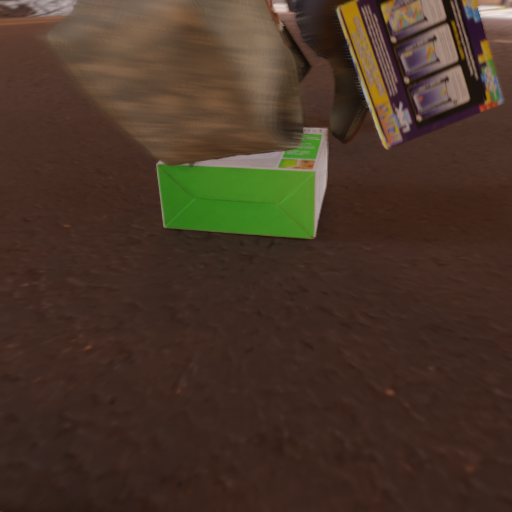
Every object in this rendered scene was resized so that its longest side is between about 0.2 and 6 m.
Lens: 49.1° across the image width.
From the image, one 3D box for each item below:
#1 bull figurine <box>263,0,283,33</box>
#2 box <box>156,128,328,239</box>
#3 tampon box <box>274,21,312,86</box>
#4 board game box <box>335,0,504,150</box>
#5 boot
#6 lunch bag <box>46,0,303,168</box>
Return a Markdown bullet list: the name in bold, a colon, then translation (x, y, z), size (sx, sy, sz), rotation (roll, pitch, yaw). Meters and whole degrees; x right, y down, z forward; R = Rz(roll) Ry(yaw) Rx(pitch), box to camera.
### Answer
- **bull figurine**: translation (-0.210, -3.110, 7.596), size (1.147, 0.696, 0.373), rotation (-25, 47, 31)
- **box**: translation (-0.118, -1.512, 10.756), size (2.821, 1.364, 2.489), rotation (5, 31, 11)
- **tampon box**: translation (0.374, -3.685, 10.599), size (0.678, 1.075, 0.805), rotation (-29, -5, -23)
- **board game box**: translation (2.747, -3.368, 9.447), size (2.080, 2.516, 0.713), rotation (-20, 19, 12)
- **boot**: translation (1.396, -3.903, 10.429), size (1.751, 3.612, 1.350), rotation (4, 30, -7)
- **lunch bag**: translation (-0.780, -2.270, 7.053), size (2.149, 2.621, 1.541), rotation (-2, 53, 30)
